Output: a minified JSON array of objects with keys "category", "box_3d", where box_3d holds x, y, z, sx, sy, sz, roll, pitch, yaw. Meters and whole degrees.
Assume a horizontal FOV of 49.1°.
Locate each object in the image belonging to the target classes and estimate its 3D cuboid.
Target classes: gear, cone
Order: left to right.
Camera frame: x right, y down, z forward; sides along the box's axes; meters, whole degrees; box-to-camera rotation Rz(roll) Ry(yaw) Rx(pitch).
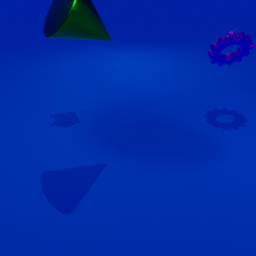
[{"category":"cone","box_3d":[-0.940,-2.425,6.577,1.493,1.487,1.487,23,16,-38]},{"category":"gear","box_3d":[3.306,-2.531,9.066,1.362,1.362,0.252,-4,64,-6]}]
